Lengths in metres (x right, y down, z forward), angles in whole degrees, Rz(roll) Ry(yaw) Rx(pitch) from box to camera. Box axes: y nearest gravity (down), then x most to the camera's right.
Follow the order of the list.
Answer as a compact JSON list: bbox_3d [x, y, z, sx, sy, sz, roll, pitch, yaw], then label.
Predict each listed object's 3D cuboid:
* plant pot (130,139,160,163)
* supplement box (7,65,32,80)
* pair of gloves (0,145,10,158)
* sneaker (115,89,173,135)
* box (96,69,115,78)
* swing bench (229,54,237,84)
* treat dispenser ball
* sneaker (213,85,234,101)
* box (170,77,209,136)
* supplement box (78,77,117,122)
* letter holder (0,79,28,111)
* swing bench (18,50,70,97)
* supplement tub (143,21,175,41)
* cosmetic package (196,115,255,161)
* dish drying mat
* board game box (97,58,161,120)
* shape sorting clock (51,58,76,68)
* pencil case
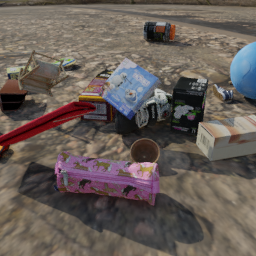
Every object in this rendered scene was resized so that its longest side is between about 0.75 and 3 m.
[{"bbox_3d":[0.447,0.706,7.407,0.788,0.364,0.788,-1,63,1],"label":"plant pot"},{"bbox_3d":[-4.819,-2.299,12.569,1.055,0.708,1.054,-11,31,-18],"label":"supplement box"},{"bbox_3d":[-4.723,0.943,7.184,2.405,0.334,2.700,5,30,8],"label":"pair of gloves"},{"bbox_3d":[0.682,-0.607,9.142,1.295,1.084,2.927,15,35,27],"label":"sneaker"},{"bbox_3d":[-0.616,-2.385,13.109,1.431,0.353,1.143,12,33,20],"label":"box"},{"bbox_3d":[5.647,-2.678,12.888,1.669,1.083,1.660,11,29,20],"label":"swing bench"},{"bbox_3d":[5.186,-2.243,10.958,2.241,2.241,2.241,0,29,0],"label":"treat dispenser ball"},{"bbox_3d":[3.891,-1.464,11.408,0.583,0.377,1.074,-8,37,-5],"label":"sneaker"},{"bbox_3d":[1.946,-0.702,8.881,0.945,1.520,1.129,10,31,18],"label":"box"},{"bbox_3d":[-0.936,-1.098,10.240,1.139,0.884,2.064,5,30,9],"label":"supplement box"},{"bbox_3d":[-4.221,-1.284,10.762,1.032,0.730,1.452,-2,30,-7],"label":"letter holder"},{"bbox_3d":[-3.042,-1.893,9.996,1.289,1.296,0.841,10,48,-49],"label":"swing bench"},{"bbox_3d":[2.280,-7.020,20.385,2.173,1.331,1.331,10,31,17],"label":"supplement tub"},{"bbox_3d":[2.982,0.252,7.936,1.802,0.786,0.932,-8,30,-14],"label":"cosmetic package"},{"bbox_3d":[-2.071,-0.050,6.807,2.602,0.237,0.999,-22,-5,22],"label":"dish drying mat"},{"bbox_3d":[-0.002,-1.183,8.250,1.412,0.306,1.405,39,88,31],"label":"board game box"},{"bbox_3d":[-3.480,-3.462,15.094,1.393,0.273,1.393,-4,31,2],"label":"shape sorting clock"},{"bbox_3d":[-0.439,1.103,6.245,2.343,0.970,1.014,6,34,9],"label":"pencil case"}]
